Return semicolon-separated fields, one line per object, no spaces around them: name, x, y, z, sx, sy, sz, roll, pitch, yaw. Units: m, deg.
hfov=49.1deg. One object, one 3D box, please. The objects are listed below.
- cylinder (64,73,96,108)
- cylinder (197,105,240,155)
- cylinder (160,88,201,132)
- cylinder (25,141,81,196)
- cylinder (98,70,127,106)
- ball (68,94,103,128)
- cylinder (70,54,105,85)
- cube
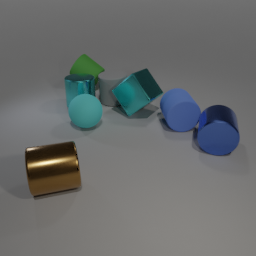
cylinder;-2.252;-1.733;13.271;1.400;1.400;1.400;0;26;0
cylinder;3.279;0.055;10.210;1.400;1.400;1.400;7;30;13
cylinder;2.149;-0.766;11.682;1.400;1.400;1.400;-3;29;-5
cylinder;-2.177;1.164;8.212;1.400;1.400;1.400;-8;30;-15
cylinder;-0.728;-1.982;13.847;1.400;1.400;1.400;-2;29;1
ball;-1.751;-0.700;11.554;1.400;1.400;1.400;0;29;0
cylinder;-2.232;-3.087;15.375;1.400;1.400;1.400;38;34;-3
cube;0.445;-1.605;12.498;1.400;1.400;1.400;-34;0;37
